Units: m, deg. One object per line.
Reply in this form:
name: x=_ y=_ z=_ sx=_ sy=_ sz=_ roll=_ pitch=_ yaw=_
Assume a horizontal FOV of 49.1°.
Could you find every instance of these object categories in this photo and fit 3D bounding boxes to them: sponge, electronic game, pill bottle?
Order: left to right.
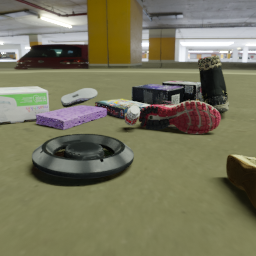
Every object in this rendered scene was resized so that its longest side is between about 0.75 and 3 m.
sponge: x=-2.116 y=-0.479 z=10.890 sx=1.432 sy=0.383 sz=2.567 roll=10 pitch=17 yaw=30
electronic game: x=-1.023 y=0.615 z=6.552 sx=2.328 sy=0.485 sz=2.328 roll=2 pitch=16 yaw=-1
pill bottle: x=0.152 y=-0.426 z=9.420 sx=0.426 sy=0.426 sz=0.759 roll=-4 pitch=-26 yaw=-15

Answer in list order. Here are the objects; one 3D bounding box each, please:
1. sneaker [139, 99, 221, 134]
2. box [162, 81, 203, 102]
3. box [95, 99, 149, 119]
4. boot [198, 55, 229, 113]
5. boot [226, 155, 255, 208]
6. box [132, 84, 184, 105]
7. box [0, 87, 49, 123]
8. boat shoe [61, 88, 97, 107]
sneaker: x=1.748 y=-0.469 z=9.514 sx=2.694 sy=1.086 sz=1.006 roll=6 pitch=14 yaw=24
box: x=2.693 y=-1.683 z=13.779 sx=1.819 sy=1.202 sz=1.044 roll=11 pitch=18 yaw=34
box: x=-0.229 y=-0.877 z=12.274 sx=1.519 sy=0.419 sz=2.224 roll=-11 pitch=19 yaw=-36
boot: x=3.657 y=-1.934 z=12.070 sx=1.099 sy=2.299 sz=3.043 roll=-10 pitch=10 yaw=16
boot: x=2.855 y=0.956 z=4.917 sx=1.572 sy=0.736 sz=2.022 roll=-1 pitch=12 yaw=-5
box: x=1.368 y=-1.424 z=13.120 sx=2.004 sy=1.046 sz=1.483 roll=12 pitch=20 yaw=37
box: x=-4.595 y=-0.955 z=11.197 sx=2.428 sy=1.174 sz=2.143 roll=-6 pitch=14 yaw=-26
boat shoe: x=-2.200 y=-1.352 z=12.624 sx=1.677 sy=0.475 sz=0.576 roll=-17 pitch=65 yaw=-19
